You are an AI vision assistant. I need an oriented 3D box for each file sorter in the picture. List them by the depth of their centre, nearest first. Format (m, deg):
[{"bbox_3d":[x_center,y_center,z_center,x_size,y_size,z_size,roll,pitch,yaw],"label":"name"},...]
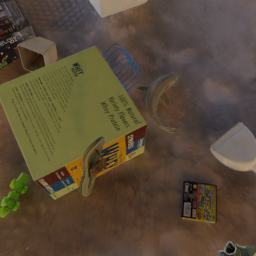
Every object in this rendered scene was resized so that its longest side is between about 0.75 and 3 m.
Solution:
[{"bbox_3d":[-0.215,-1.894,8.914,0.832,1.357,0.942,-42,69,3],"label":"file sorter"}]

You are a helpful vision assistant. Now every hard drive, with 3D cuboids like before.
[{"bbox_3d":[-4.357,-2.428,9.653,0.191,0.706,1.010,42,72,18],"label":"hard drive"}]

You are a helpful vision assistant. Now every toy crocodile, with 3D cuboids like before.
[{"bbox_3d":[-3.161,1.843,7.747,0.435,0.398,1.289,35,60,-28],"label":"toy crocodile"}]

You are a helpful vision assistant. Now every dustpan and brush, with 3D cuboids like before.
[{"bbox_3d":[3.506,0.927,8.173,1.359,0.557,1.948,-36,62,-11],"label":"dustpan and brush"}]

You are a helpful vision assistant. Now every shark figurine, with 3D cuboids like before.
[{"bbox_3d":[0.906,-0.915,8.791,1.401,0.979,2.345,4,62,3],"label":"shark figurine"}]

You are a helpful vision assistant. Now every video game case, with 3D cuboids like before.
[{"bbox_3d":[1.977,2.039,7.770,0.944,0.133,1.045,7,63,4],"label":"video game case"}]

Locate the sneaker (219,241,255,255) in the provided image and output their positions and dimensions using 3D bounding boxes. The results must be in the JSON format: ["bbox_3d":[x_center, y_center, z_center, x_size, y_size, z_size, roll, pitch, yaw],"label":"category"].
[{"bbox_3d":[1.948,2.193,4.976,0.921,0.309,0.413,-11,72,-38],"label":"sneaker"}]

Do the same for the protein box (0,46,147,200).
[{"bbox_3d":[-1.474,-0.148,7.806,2.917,1.968,2.896,-27,67,-13],"label":"protein box"}]

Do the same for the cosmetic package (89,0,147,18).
[{"bbox_3d":[-0.594,-6.065,10.377,2.137,2.590,2.135,-25,66,-12],"label":"cosmetic package"}]

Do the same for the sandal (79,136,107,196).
[{"bbox_3d":[-0.578,0.730,5.170,0.379,1.327,0.527,23,30,19],"label":"sandal"}]

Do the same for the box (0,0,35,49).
[{"bbox_3d":[-5.050,-4.032,10.429,2.243,0.708,2.844,-28,67,-13],"label":"box"}]

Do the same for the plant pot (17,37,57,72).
[{"bbox_3d":[-2.985,-2.515,9.597,1.019,1.020,0.903,23,53,11],"label":"plant pot"}]
